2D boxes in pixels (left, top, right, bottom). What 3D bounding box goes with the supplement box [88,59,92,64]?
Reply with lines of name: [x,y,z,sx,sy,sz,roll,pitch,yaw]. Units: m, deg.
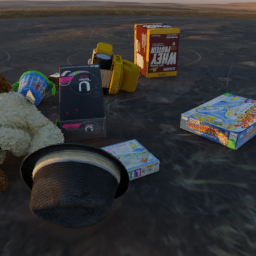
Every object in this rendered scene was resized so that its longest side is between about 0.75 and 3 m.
supplement box: [-1.137,-2.993,14.127,1.633,0.889,0.497,1,26,4]

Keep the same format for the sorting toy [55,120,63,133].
sorting toy: [-1.553,-0.061,8.717,1.555,0.535,0.539,2,27,2]

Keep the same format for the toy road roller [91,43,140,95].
toy road roller: [-0.625,-2.498,12.395,2.015,1.696,2.761,9,31,-10]

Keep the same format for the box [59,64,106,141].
box: [-1.332,-0.778,8.218,1.238,1.074,2.026,-6,58,-7]

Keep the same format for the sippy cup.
sippy cup: [-3.733,-1.448,10.909,1.558,1.224,1.142,-30,33,18]

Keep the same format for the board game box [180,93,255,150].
board game box: [3.420,-0.361,9.317,2.946,0.508,1.994,-24,35,-39]

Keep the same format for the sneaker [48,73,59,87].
sneaker: [-2.698,-2.238,12.856,1.811,0.757,1.093,19,42,35]

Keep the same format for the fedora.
fedora: [-1.001,1.176,5.061,2.061,2.061,0.941,1,42,1]

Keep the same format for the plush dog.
plush dog: [-3.420,0.233,6.821,2.866,2.300,2.462,18,57,33]

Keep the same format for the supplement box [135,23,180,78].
supplement box: [1.439,-4.128,14.729,1.596,2.370,2.403,-7,28,-13]

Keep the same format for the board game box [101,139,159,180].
board game box: [-0.332,0.889,7.063,1.866,0.319,1.254,-13,30,-24]
